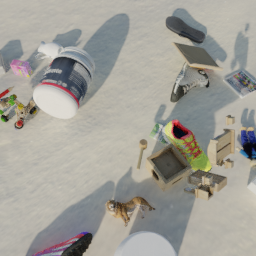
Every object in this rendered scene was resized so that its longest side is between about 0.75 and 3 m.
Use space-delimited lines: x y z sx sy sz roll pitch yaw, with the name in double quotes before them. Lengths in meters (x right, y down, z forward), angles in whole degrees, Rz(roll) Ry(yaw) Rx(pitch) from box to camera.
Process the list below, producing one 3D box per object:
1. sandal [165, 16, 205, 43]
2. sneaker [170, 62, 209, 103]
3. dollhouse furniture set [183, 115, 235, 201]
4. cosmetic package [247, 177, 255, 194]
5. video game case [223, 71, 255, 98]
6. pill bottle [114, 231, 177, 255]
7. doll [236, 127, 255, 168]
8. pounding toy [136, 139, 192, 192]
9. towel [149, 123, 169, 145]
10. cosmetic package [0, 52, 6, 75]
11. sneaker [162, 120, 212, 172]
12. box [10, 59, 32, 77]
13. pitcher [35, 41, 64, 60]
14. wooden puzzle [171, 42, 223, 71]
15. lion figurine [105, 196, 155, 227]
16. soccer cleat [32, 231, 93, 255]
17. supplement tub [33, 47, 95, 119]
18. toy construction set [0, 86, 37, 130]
"sandal" 2.905 -5.057 14.692 2.304 0.493 0.876 35 70 10
"sneaker" 2.842 -1.932 12.372 1.419 0.922 2.458 21 59 11
"dollhouse furniture set" 2.298 0.762 8.252 1.003 2.055 1.753 10 21 42
"cosmetic package" 5.118 2.275 9.858 0.771 0.541 1.519 -38 65 -22
"video game case" 5.234 -2.017 12.867 1.146 0.144 1.257 -26 60 -16
"pill bottle" 0.448 3.765 7.479 1.744 2.917 1.744 0 56 0
"doll" 4.737 0.763 10.918 1.117 0.397 1.637 1 63 -8
"pounding toy" 1.033 1.301 10.288 1.676 0.873 1.907 -29 62 -17
"towel" 1.478 0.249 11.395 1.038 0.159 0.774 24 60 15
"cosmetic package" -6.287 -3.097 13.326 0.662 0.559 1.240 -17 56 -15
"sneaker" 2.233 0.658 10.507 0.949 1.097 2.429 -36 73 -22
"box" -4.952 -2.771 13.031 0.762 0.670 0.368 10 57 5
"pitcher" -3.831 -3.683 13.639 1.248 0.757 1.071 15 70 22
"wooden puzzle" 3.184 -3.295 13.096 1.942 0.391 2.099 1 42 -29
"lion figurine" 0.073 2.723 9.649 1.583 0.574 0.970 -14 50 -25
"soccer cleat" -2.340 3.985 8.605 2.703 0.922 0.989 -36 52 -21
"supplement tub" -2.585 -1.906 11.744 1.866 1.866 2.660 13 58 8
"toy construction set" -4.484 -1.010 11.326 1.550 1.859 1.428 34 58 11
